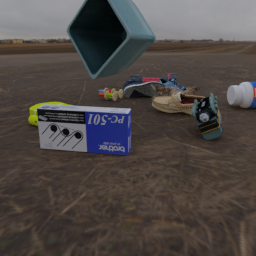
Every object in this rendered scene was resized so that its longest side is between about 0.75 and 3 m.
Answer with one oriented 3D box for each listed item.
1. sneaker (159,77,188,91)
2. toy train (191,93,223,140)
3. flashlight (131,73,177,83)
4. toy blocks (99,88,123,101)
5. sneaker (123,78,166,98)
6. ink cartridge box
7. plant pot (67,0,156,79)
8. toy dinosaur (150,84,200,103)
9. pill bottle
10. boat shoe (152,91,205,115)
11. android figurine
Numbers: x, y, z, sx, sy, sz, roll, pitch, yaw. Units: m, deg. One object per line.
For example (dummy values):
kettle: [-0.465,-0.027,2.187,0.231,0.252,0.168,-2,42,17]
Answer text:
sneaker: [2.518,-2.271,15.497,2.259,1.016,0.885,17,25,40]
toy train: [2.823,-0.429,9.813,0.909,1.215,2.133,-22,12,23]
flashlight: [1.602,-3.004,17.572,2.882,0.976,0.979,3,-2,-2]
toy blocks: [-1.118,-1.835,15.042,1.378,0.500,1.148,10,21,26]
sneaker: [0.881,-2.320,15.816,2.366,0.900,1.710,-3,22,-4]
ink cartridge box: [-1.293,0.026,8.407,2.752,1.293,0.608,3,19,10]
plant pot: [-0.379,-3.625,10.965,2.515,2.469,2.462,-15,-19,-48]
toy dinosaur: [2.166,-1.627,13.595,1.637,1.037,2.415,-15,24,-35]
pill bottle: [5.875,-1.554,13.121,2.176,1.221,1.221,-3,19,-5]
boat shoe: [2.245,-1.179,12.174,2.458,0.850,0.906,8,45,17]
android figurine: [-2.937,-0.579,11.387,2.484,0.510,2.261,14,23,32]
